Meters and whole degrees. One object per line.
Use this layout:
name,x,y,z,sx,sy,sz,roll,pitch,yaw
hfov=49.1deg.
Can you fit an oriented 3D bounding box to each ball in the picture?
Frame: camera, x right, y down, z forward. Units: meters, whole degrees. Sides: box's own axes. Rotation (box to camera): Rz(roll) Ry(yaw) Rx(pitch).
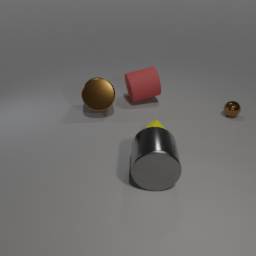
ball,4.508,-0.823,12.115,0.700,0.700,0.700,0,29,0

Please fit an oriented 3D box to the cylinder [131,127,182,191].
cylinder,0.804,0.887,8.329,1.400,1.400,1.400,1,29,1

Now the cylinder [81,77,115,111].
cylinder,-1.306,-1.501,12.243,1.400,1.400,1.400,-4,11,-7

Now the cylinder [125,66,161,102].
cylinder,0.696,-2.068,13.292,1.400,1.400,1.400,-16,31,-6

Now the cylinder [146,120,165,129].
cylinder,1.007,0.183,10.057,0.700,0.700,0.700,46,33,-8
